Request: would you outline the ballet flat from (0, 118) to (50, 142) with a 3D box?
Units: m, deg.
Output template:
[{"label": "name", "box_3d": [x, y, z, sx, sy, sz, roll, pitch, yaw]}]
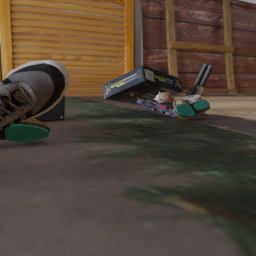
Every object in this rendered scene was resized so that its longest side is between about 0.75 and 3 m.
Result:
[{"label": "ballet flat", "box_3d": [-2.499, -0.047, 5.499, 1.840, 0.624, 0.666, -8, 55, -28]}]

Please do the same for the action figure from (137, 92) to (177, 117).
[{"label": "action figure", "box_3d": [1.318, -1.011, 10.821, 1.770, 0.926, 1.712, 21, -4, 20]}]

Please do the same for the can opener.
[{"label": "can opener", "box_3d": [3.248, -2.054, 12.597, 0.491, 1.865, 0.620, 26, -6, 30]}]

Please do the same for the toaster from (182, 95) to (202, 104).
[{"label": "toaster", "box_3d": [2.475, -0.920, 10.794, 0.529, 0.601, 0.931, -28, 18, -38]}]

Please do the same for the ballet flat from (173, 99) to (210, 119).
[{"label": "ballet flat", "box_3d": [2.152, -0.560, 9.730, 1.814, 0.611, 0.578, -16, -22, -36]}]

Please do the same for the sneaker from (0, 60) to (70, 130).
[{"label": "sneaker", "box_3d": [-1.521, -0.205, 3.275, 1.746, 0.659, 0.994, -23, 20, 10]}]

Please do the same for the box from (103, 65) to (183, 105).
[{"label": "box", "box_3d": [0.701, -1.741, 12.358, 2.284, 0.739, 2.897, -17, -14, 39]}]

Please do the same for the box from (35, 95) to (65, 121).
[{"label": "box", "box_3d": [-3.262, -0.763, 9.611, 1.723, 0.897, 1.569, -4, 11, -37]}]
